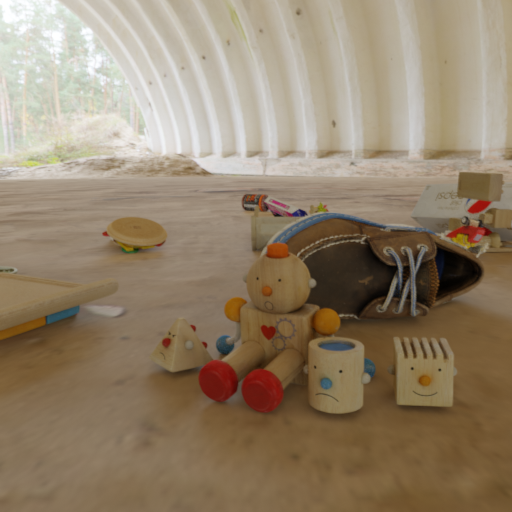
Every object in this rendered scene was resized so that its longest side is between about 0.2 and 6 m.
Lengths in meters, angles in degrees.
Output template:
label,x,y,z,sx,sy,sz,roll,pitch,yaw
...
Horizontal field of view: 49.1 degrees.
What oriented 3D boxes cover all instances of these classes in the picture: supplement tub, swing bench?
label,x,y,z,sx,sy,sz,roll,pitch,yaw
supplement tub,0.087,-1.710,18.057,1.039,0.556,0.556,6,12,30
swing bench,0.528,-0.490,10.644,1.196,0.780,1.202,1,15,3

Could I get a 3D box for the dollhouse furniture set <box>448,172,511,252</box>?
label,x,y,z,sx,sy,sz,roll,pitch,yaw
dollhouse furniture set,4.481,-0.820,10.446,1.183,1.452,1.380,-1,10,-9

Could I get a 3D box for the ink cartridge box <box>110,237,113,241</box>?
label,x,y,z,sx,sy,sz,roll,pitch,yaw
ink cartridge box,-2.640,-0.460,11.585,0.581,0.339,0.804,-5,11,-27

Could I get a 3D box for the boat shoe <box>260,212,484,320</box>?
label,x,y,z,sx,sy,sz,roll,pitch,yaw
boat shoe,1.403,0.114,6.074,3.177,1.148,1.150,-9,15,-42

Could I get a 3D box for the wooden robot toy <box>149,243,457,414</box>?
label,x,y,z,sx,sy,sz,roll,pitch,yaw
wooden robot toy,0.218,0.471,4.175,2.405,1.091,1.059,5,11,26

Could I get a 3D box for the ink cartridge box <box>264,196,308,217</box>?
label,x,y,z,sx,sy,sz,roll,pitch,yaw
ink cartridge box,0.795,-0.995,13.382,1.342,0.249,0.636,26,-19,45

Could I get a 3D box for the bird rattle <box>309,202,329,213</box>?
label,x,y,z,sx,sy,sz,roll,pitch,yaw
bird rattle,1.896,-1.427,17.123,0.569,0.393,0.698,-15,4,12

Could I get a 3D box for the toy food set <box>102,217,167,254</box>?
label,x,y,z,sx,sy,sz,roll,pitch,yaw
toy food set,-2.288,-0.424,10.656,1.169,0.287,1.181,-10,33,-39

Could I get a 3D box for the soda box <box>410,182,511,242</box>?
label,x,y,z,sx,sy,sz,roll,pitch,yaw
soda box,4.408,-0.898,11.319,0.822,0.879,2.581,34,-9,-24

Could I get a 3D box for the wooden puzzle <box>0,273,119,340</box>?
label,x,y,z,sx,sy,sz,roll,pitch,yaw
wooden puzzle,-2.897,0.562,5.853,2.206,0.411,2.041,0,9,28

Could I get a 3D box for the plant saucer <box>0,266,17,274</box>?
label,x,y,z,sx,sy,sz,roll,pitch,yaw
plant saucer,-3.681,0.311,7.605,0.827,0.208,0.827,-1,10,0

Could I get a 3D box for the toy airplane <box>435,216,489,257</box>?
label,x,y,z,sx,sy,sz,roll,pitch,yaw
toy airplane,3.477,-0.227,9.628,0.928,0.655,0.924,-4,-19,26
